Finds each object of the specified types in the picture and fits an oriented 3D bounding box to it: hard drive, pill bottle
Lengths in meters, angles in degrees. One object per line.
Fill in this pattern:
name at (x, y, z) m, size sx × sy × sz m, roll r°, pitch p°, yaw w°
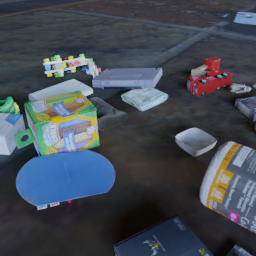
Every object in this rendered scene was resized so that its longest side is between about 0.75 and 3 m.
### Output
hard drive at (-2.567, -1.313, 10.794) m, size 2.031 × 0.267 × 1.340 m, roll -29°, pitch 44°, yaw -36°
pill bottle at (3.193, 1.545, 6.016) m, size 2.899 × 1.687 × 1.687 m, roll 24°, pitch 41°, yaw 31°

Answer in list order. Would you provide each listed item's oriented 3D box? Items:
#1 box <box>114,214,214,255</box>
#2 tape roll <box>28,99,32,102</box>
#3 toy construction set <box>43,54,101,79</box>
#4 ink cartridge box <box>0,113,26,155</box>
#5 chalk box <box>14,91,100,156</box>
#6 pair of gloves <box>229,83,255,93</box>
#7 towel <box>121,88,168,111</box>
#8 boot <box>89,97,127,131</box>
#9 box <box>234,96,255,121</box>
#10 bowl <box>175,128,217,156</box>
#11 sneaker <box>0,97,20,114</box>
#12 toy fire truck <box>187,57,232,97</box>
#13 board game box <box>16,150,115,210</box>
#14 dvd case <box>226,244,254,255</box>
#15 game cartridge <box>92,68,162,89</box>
box at (0.855, 2.721, 5.190) m, size 1.580 × 0.511 × 2.003 m, roll -19°, pitch 34°, yaw -20°
tape roll at (-3.070, -1.045, 10.959) m, size 1.537 × 0.369 × 1.537 m, roll 1°, pitch 35°, yaw 0°
toy construction set at (-2.522, -2.873, 12.918) m, size 2.550 × 1.175 × 1.672 m, roll 3°, pitch 10°, yaw -9°
ink cartridge box at (-4.589, 0.124, 8.905) m, size 2.199 × 0.746 × 1.276 m, roll 4°, pitch 35°, yaw 6°
chalk box at (-2.240, -0.021, 8.499) m, size 2.337 × 1.446 × 1.454 m, roll -17°, pitch 38°, yaw -24°
pair of gloves at (5.091, -1.653, 11.555) m, size 1.741 × 0.305 × 1.480 m, roll 10°, pitch 22°, yaw 23°
towel at (0.660, -1.260, 11.280) m, size 1.506 × 0.363 × 1.289 m, roll -25°, pitch 43°, yaw -32°
boot at (-1.036, -0.575, 10.073) m, size 1.650 × 0.599 × 1.500 m, roll 35°, pitch 33°, yaw 31°
box at (4.994, -0.786, 10.585) m, size 1.462 × 0.353 × 1.158 m, roll -10°, pitch 36°, yaw -15°
bowl at (2.095, 0.466, 8.739) m, size 1.026 × 0.383 × 1.024 m, roll -22°, pitch 40°, yaw -28°
sneaker at (-5.178, -0.690, 9.820) m, size 2.539 × 1.061 × 0.941 m, roll -8°, pitch 36°, yaw -10°
toy fire truck at (3.514, -2.347, 12.589) m, size 2.767 × 0.674 × 1.951 m, roll -20°, pitch 39°, yaw -25°
board game box at (-1.596, 1.380, 7.367) m, size 2.480 × 0.483 × 1.960 m, roll -7°, pitch 30°, yaw -20°
dvd case at (2.131, 3.013, 5.201) m, size 1.552 × 0.124 × 1.154 m, roll -28°, pitch 41°, yaw -33°
game cartridge at (-0.011, -2.162, 12.204) m, size 2.727 × 0.523 × 1.768 m, roll 3°, pitch 33°, yaw 18°
